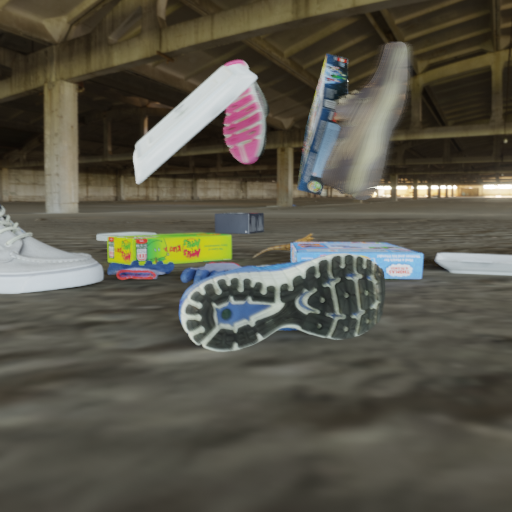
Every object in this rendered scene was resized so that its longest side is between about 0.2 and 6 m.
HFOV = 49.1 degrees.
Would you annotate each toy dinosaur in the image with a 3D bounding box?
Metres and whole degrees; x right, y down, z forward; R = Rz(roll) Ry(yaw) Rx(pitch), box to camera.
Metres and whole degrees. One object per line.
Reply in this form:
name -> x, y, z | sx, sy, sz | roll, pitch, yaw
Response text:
toy dinosaur -> 0.822, -0.170, 10.916 | 1.609, 0.486, 0.855 | 4, 8, 35

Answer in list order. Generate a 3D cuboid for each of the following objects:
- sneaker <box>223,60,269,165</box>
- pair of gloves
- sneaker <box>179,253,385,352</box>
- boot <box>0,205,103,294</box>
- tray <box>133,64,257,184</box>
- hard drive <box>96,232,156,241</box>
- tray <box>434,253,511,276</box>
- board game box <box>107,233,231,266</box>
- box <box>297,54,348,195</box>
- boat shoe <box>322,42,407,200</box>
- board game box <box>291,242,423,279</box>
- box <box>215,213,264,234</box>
sneaker -> -0.176, -3.518, 14.252 | 1.069, 2.897, 1.267 | -19, -24, 20
pair of gloves -> -1.098, 0.248, 7.998 | 2.129, 0.242, 1.711 | 1, 4, -3
sneaker -> 0.236, 0.313, 4.775 | 1.884, 0.740, 0.840 | -2, 9, -19
boot -> -3.355, -0.217, 7.224 | 2.689, 1.285, 0.989 | 0, 6, -2
tray -> -1.419, -2.835, 11.442 | 3.135, 0.348, 1.683 | -40, 29, 7
hard drive -> -3.752, -0.563, 16.287 | 0.955, 0.190, 1.449 | 4, 6, 34
tray -> 4.005, 0.148, 8.854 | 2.238, 0.248, 1.202 | 2, 7, 19
board game box -> -1.597, -0.141, 10.493 | 2.068, 0.492, 1.050 | -5, 7, -39
box -> 1.621, -3.215, 13.452 | 0.588, 2.133, 3.122 | 13, 41, -1
boat shoe -> 1.940, -2.525, 10.067 | 1.106, 3.018, 1.124 | 16, -12, 18
board game box -> 1.476, 0.038, 8.983 | 1.769, 0.428, 2.339 | 0, 6, 2
box -> -0.576, -1.152, 19.575 | 1.344, 0.700, 1.224 | 2, 7, 25
